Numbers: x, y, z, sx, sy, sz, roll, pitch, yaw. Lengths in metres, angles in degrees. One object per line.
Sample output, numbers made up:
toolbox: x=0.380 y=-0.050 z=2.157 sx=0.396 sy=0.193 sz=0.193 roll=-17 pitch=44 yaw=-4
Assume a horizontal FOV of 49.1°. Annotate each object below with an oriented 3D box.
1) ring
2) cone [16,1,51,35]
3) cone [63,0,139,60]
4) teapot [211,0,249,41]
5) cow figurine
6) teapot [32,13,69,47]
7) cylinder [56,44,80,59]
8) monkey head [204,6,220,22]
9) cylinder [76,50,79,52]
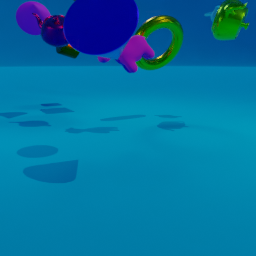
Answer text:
ring: x=0.926 y=-2.638 z=8.840 sx=1.858 sy=1.858 sz=0.372 roll=-8 pitch=47 yaw=-28
cone: x=-2.908 y=-3.584 z=8.640 sx=1.100 sy=1.100 sz=1.104 roll=-5 pitch=1 yaw=-18
cone: x=-0.280 y=-1.331 z=4.323 sx=1.071 sy=1.071 sz=1.075 roll=3 pitch=-16 yaw=12
teapot: x=2.738 y=-2.821 z=7.329 sx=0.854 sy=1.084 sz=1.743 roll=26 pitch=-3 yaw=17
cow figurine: x=-0.139 y=-2.026 z=7.188 sx=1.318 sy=1.297 sz=0.723 roll=-41 pitch=16 yaw=-3
teapot: x=-1.976 y=-2.738 z=7.686 sx=1.518 sy=0.743 sz=0.944 roll=23 pitch=52 yaw=14
cylinder: x=-2.497 y=-3.392 z=11.734 sx=0.782 sy=0.782 sz=0.782 roll=10 pitch=5 yaw=-37
monkey head: x=2.936 y=-3.507 z=8.670 sx=1.011 sy=0.609 sz=0.727 roll=28 pitch=57 yaw=4
cylinder: x=-1.687 y=-3.410 z=9.990 sx=1.117 sy=1.117 sz=1.117 roll=-7 pitch=38 yaw=-27
